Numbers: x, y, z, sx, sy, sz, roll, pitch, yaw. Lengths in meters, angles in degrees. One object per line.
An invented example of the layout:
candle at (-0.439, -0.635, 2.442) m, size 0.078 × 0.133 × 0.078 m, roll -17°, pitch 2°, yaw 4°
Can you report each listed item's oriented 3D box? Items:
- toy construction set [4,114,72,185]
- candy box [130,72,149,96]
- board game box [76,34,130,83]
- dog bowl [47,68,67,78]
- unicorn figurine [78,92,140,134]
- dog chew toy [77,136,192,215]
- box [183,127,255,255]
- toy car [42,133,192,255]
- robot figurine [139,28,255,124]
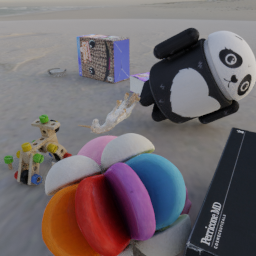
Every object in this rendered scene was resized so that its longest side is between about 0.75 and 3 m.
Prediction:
toy construction set at (-1.513, 0.405, 5.068) m, size 1.174 × 1.082 × 1.408 m, roll -18°, pitch 31°, yaw -33°
candy box at (1.165, -1.511, 9.700) m, size 1.730 × 0.619 × 1.451 m, roll -14°, pitch 29°, yaw -26°
board game box at (-1.006, -2.864, 11.389) m, size 2.046 × 1.631 × 0.991 m, roll 18°, pitch 31°, yaw 36°
dog bowl at (-3.025, -2.356, 11.958) m, size 0.829 × 0.243 × 0.829 m, roll 0°, pitch 26°, yaw 0°
unicorn figurine at (-0.279, -0.298, 6.293) m, size 1.400 × 0.962 × 0.517 m, roll -18°, pitch 66°, yaw -40°
dog chew toy at (0.065, 0.833, 4.218) m, size 1.817 × 1.131 × 1.131 m, roll 21°, pitch 31°, yaw 22°
box at (1.958, 1.157, 3.421) m, size 1.965 × 1.098 × 2.785 m, roll 17°, pitch 30°, yaw 22°
toy car at (-0.104, 0.854, 3.101) m, size 1.734 × 1.518 × 1.301 m, roll -22°, pitch -14°, yaw -11°
robot figurine at (1.601, -1.105, 6.698) m, size 2.740 × 1.710 × 2.058 m, roll -23°, pitch -20°, yaw 32°
